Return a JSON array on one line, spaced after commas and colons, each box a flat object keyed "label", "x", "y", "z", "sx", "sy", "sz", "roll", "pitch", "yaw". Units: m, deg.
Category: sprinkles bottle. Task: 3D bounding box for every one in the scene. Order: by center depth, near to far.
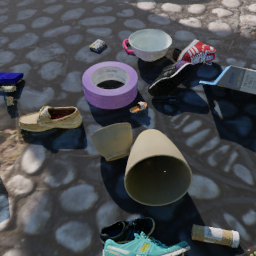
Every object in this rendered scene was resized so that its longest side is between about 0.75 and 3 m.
[{"label": "sprinkles bottle", "x": 2.537, "y": 3.144, "z": 8.182, "sx": 1.293, "sy": 0.441, "sz": 0.441, "roll": 8, "pitch": 48, "yaw": 8}]

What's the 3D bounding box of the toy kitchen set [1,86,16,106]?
[{"label": "toy kitchen set", "x": -5.326, "y": -1.429, "z": 12.409, "sx": 0.585, "sy": 0.796, "sz": 0.993, "roll": -4, "pitch": 12, "yaw": -10}]

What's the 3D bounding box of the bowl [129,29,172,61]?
[{"label": "bowl", "x": 1.116, "y": -4.110, "z": 14.381, "sx": 2.163, "sy": 0.972, "sz": 2.163, "roll": 0, "pitch": 47, "yaw": 0}]

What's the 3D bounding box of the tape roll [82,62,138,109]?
[{"label": "tape roll", "x": -0.782, "y": -1.957, "z": 12.555, "sx": 2.436, "sy": 0.799, "sz": 2.436, "roll": 0, "pitch": 48, "yaw": 0}]

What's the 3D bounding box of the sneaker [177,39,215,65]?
[{"label": "sneaker", "x": 3.413, "y": -3.411, "z": 13.826, "sx": 1.408, "sy": 0.892, "sz": 2.503, "roll": 28, "pitch": 58, "yaw": 19}]

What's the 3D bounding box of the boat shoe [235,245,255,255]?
[{"label": "boat shoe", "x": 3.561, "y": 3.571, "z": 7.750, "sx": 1.739, "sy": 0.545, "sz": 0.636, "roll": -18, "pitch": 51, "yaw": -14}]

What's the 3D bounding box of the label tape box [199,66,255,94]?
[{"label": "label tape box", "x": 4.667, "y": -2.078, "z": 11.897, "sx": 2.993, "sy": 0.947, "sz": 2.158, "roll": 15, "pitch": 14, "yaw": 12}]

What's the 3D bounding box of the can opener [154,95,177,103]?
[{"label": "can opener", "x": 1.634, "y": -1.269, "z": 12.224, "sx": 1.033, "sy": 0.327, "sz": 0.406, "roll": 6, "pitch": 9, "yaw": 12}]

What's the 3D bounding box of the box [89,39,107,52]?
[{"label": "box", "x": -1.628, "y": -4.503, "z": 15.284, "sx": 0.579, "sy": 0.160, "sz": 0.848, "roll": 25, "pitch": 52, "yaw": 21}]

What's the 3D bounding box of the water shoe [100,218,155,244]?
[{"label": "water shoe", "x": 0.017, "y": 2.981, "z": 8.178, "sx": 1.678, "sy": 0.662, "sz": 0.600, "roll": -14, "pitch": 50, "yaw": -13}]

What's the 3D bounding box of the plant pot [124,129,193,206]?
[{"label": "plant pot", "x": 0.884, "y": 1.038, "z": 9.269, "sx": 2.046, "sy": 2.046, "sz": 2.185, "roll": -1, "pitch": 32, "yaw": -1}]

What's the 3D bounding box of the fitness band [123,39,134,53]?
[{"label": "fitness band", "x": 0.186, "y": -4.475, "z": 15.221, "sx": 0.868, "sy": 0.226, "sz": 1.209, "roll": -12, "pitch": 50, "yaw": -11}]

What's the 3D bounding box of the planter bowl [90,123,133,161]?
[{"label": "planter bowl", "x": -0.486, "y": 0.568, "z": 9.978, "sx": 1.518, "sy": 1.518, "sz": 1.022, "roll": -14, "pitch": 77, "yaw": -12}]

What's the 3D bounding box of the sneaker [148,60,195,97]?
[{"label": "sneaker", "x": 1.808, "y": -2.264, "z": 12.772, "sx": 2.355, "sy": 0.892, "sz": 1.031, "roll": -32, "pitch": 40, "yaw": -9}]

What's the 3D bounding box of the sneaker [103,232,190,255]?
[{"label": "sneaker", "x": 0.508, "y": 3.316, "z": 7.646, "sx": 2.411, "sy": 0.934, "sz": 0.960, "roll": -5, "pitch": 54, "yaw": -5}]

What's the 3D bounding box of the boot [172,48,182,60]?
[{"label": "boot", "x": 2.689, "y": -3.722, "z": 14.360, "sx": 0.983, "sy": 0.476, "sz": 0.367, "roll": 29, "pitch": 51, "yaw": 23}]

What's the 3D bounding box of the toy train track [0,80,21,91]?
[{"label": "toy train track", "x": -5.489, "y": -2.055, "z": 13.067, "sx": 0.614, "sy": 0.174, "sz": 1.071, "roll": 34, "pitch": 56, "yaw": 27}]

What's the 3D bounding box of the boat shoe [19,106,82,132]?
[{"label": "boat shoe", "x": -3.130, "y": -0.477, "z": 11.164, "sx": 2.505, "sy": 0.867, "sz": 0.924, "roll": -5, "pitch": 48, "yaw": -5}]

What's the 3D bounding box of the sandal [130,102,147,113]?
[{"label": "sandal", "x": 0.455, "y": -0.882, "z": 11.598, "sx": 0.838, "sy": 0.240, "sz": 0.321, "roll": -28, "pitch": 61, "yaw": -26}]

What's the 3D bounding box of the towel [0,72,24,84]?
[{"label": "towel", "x": -5.675, "y": -2.384, "z": 13.105, "sx": 1.305, "sy": 0.323, "sz": 0.964, "roll": 3, "pitch": 36, "yaw": 7}]
